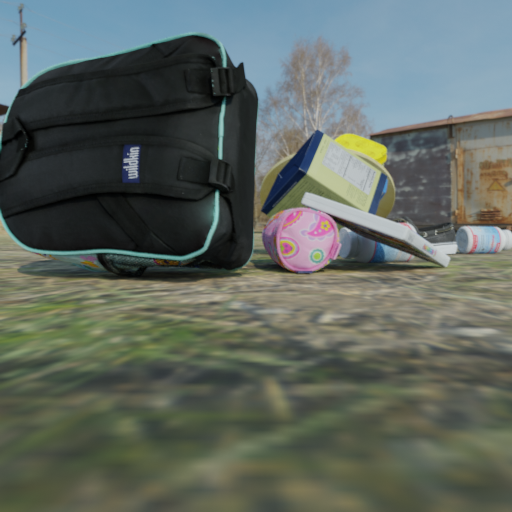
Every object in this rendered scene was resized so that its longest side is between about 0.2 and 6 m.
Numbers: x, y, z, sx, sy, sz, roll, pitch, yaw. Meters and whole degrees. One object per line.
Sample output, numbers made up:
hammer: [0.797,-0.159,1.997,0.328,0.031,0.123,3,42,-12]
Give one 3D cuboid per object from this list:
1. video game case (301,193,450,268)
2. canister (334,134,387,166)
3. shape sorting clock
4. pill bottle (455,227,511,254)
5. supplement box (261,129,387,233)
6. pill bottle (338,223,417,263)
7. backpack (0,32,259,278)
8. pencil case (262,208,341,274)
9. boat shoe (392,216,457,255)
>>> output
video game case: [1.661,-0.319,7.508,1.453,0.183,2.029,25,4,33]
canister: [2.445,-1.907,13.522,1.278,1.721,0.745,30,53,32]
shape sorting clock: [1.521,-1.269,12.106,2.886,0.566,2.886,5,-32,3]
pill bottle: [4.966,-0.337,12.176,1.098,0.597,0.597,0,3,-11]
supplement box: [1.254,-1.152,10.475,1.614,1.085,1.616,31,-33,-10]
pill bottle: [1.950,-0.210,9.078,1.197,0.651,0.651,-1,3,-19]
backpack: [-1.427,-0.992,6.538,2.878,2.530,2.206,-1,-8,12]
pencil case: [0.573,-0.228,7.720,0.884,0.884,2.023,0,3,-5]
boat shoe: [3.084,-0.410,11.497,2.432,0.806,0.850,-1,3,-17]
